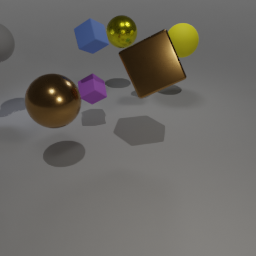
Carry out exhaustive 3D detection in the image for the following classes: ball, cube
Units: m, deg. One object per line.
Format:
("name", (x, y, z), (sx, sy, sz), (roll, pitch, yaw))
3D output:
("ball", (-4.771, -3.034, 9.934), (1.400, 1.400, 1.400), (0, 30, 0))
("cube", (-1.255, -1.362, 9.871), (0.700, 0.700, 0.700), (-23, 63, 25))
("ball", (-1.904, -0.688, 7.184), (1.400, 1.400, 1.400), (0, 30, 0))
("cube", (0.724, -1.838, 8.050), (1.400, 1.400, 1.400), (-23, 12, 13))
("ball", (-0.278, -4.282, 12.510), (1.400, 1.400, 1.400), (0, 30, 0))
("cube", (-1.127, -2.823, 8.670), (0.700, 0.700, 0.700), (-20, -9, 30))
("ball", (2.292, -3.715, 11.916), (1.400, 1.400, 1.400), (0, 30, 0))
